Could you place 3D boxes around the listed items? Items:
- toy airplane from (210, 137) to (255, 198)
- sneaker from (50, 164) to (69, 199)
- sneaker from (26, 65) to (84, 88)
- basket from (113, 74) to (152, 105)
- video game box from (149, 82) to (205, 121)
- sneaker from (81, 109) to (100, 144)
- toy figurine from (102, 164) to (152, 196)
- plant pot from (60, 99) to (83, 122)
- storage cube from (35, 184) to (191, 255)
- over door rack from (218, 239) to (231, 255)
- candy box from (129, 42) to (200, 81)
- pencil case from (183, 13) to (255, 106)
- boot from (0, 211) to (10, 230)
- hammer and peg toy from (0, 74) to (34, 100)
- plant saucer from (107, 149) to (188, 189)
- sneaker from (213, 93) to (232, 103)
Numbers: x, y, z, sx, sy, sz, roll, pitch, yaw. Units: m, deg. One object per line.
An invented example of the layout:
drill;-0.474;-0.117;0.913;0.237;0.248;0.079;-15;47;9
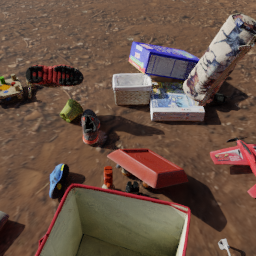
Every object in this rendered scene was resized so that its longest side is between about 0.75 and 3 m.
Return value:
toy airplane;4.377;1.295;9.633;2.857;0.525;2.857;0;40;0
sneaker;-2.360;1.770;9.217;0.526;0.442;1.342;-12;41;20
sneaker;-2.815;-2.049;11.247;2.341;0.828;1.144;4;0;11
basket;0.189;-1.759;12.839;1.724;1.064;1.169;-2;40;-1
video game box;2.103;-1.243;12.629;2.221;0.571;2.437;2;40;-2
sneaker;-1.502;-0.270;11.252;0.777;0.826;2.016;-7;41;-9
toy figurine;0.031;1.661;8.904;1.477;1.027;1.454;24;40;28
plant pot;-2.439;-0.677;11.858;0.823;0.823;0.757;21;55;23
storage cube;-0.294;3.140;5.784;2.977;2.676;2.544;8;41;11
over door rack;3.351;3.508;6.908;1.493;0.673;2.020;-6;40;-8
candy box;1.833;-3.244;13.665;2.975;1.146;2.515;6;25;-20
pencil case;2.984;-2.107;9.056;1.164;2.992;1.338;16;42;-17
boot;-3.775;3.044;7.635;1.417;0.565;1.558;16;36;16
hammer and peg toy;-5.503;-1.936;13.296;2.091;0.737;1.538;-16;43;-19
plant saucer;0.715;1.165;9.003;2.043;0.376;2.047;29;15;36
sneaker;3.946;-1.391;12.579;0.799;0.460;1.533;22;14;41
